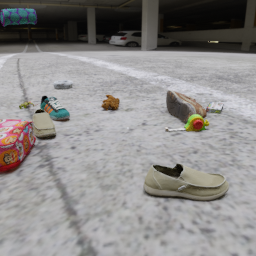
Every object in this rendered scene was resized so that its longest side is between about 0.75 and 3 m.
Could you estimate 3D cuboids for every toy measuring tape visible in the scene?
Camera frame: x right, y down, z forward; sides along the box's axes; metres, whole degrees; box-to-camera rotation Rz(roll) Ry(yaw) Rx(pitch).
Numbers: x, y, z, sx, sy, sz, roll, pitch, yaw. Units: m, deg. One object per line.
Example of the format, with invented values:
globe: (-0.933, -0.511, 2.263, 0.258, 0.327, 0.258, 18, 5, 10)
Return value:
toy measuring tape: (2.431, -0.214, 11.416, 1.860, 0.684, 0.684, -2, 20, -6)

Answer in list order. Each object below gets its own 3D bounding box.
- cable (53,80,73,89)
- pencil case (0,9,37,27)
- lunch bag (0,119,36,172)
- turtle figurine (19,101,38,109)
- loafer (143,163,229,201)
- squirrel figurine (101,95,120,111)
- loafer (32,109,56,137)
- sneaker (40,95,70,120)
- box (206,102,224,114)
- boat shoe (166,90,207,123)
cable: (-4.500, -3.033, 19.482, 1.340, 0.464, 1.339, -16, 24, -38)
pencil case: (-3.129, -3.157, 8.001, 1.012, 0.431, 0.468, -21, -14, -38)
lunch bag: (-4.328, 0.454, 8.957, 2.223, 1.034, 2.524, 0, 20, -1)
turtle figurine: (-5.302, -1.240, 14.713, 0.996, 0.321, 0.803, 3, 20, 8)
loafer: (1.474, 1.303, 7.052, 2.166, 0.739, 0.819, 0, 20, 0)
squirrel figurine: (-0.900, -1.248, 14.322, 0.944, 0.668, 0.881, 6, 27, 25)
loafer: (-3.466, -0.221, 11.262, 0.825, 0.744, 2.179, -11, 23, -29)
sneaker: (-3.511, -0.980, 13.147, 0.795, 0.891, 2.229, -19, 27, -42)
box: (4.444, -1.040, 14.294, 0.718, 0.226, 1.304, 9, 22, 22)
boat shoe: (2.664, -1.014, 13.184, 1.046, 1.104, 2.915, -3, 29, -17)
